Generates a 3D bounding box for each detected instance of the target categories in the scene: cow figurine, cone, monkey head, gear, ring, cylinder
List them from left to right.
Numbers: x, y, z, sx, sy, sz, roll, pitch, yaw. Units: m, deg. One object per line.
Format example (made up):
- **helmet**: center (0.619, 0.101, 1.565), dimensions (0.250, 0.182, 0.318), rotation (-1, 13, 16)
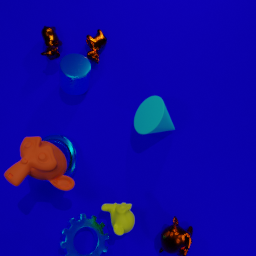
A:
- **monkey head**: center (-2.264, 0.951, 6.951), dimensions (1.914, 1.154, 1.377), rotation (33, 65, 22)
- **cow figurine**: center (-2.362, -2.595, 8.495), dimensions (0.557, 0.998, 1.014), rotation (-15, 108, 12)
- **ring**: center (-2.184, 0.896, 8.301), dimensions (1.490, 0.298, 1.490), rotation (-1, 84, 12)
- **cylinder**: center (-1.574, -1.581, 8.319), dimensions (0.906, 0.906, 0.906), rotation (5, 62, -10)
- **gear**: center (-1.214, 3.131, 7.784), dimensions (1.397, 0.258, 1.397), rotation (13, 64, -28)
- **cow figurine**: center (-0.968, -2.536, 8.801), dimensions (0.914, 0.502, 0.900), rotation (-34, 88, -16)
- **monkey head**: center (-0.280, 2.474, 7.710), dimensions (0.932, 1.296, 0.781), rotation (4, 86, 5)
- **cone**: center (0.995, -0.166, 8.191), dimensions (1.168, 1.164, 1.164), rotation (26, 81, -35)
- **monkey head**: center (1.377, 3.040, 7.873), dimensions (0.848, 1.012, 1.406), rotation (24, 118, 16)
